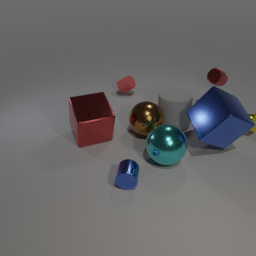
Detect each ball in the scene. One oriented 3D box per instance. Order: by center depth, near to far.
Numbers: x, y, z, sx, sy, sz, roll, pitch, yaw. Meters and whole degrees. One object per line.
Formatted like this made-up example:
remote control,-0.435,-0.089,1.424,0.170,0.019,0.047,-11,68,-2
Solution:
ball,1.307,0.563,9.550,1.400,1.400,1.400,0,31,0
ball,0.729,-0.369,11.158,1.400,1.400,1.400,0,31,0

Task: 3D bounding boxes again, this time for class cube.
cube,3.165,-0.337,9.717,1.400,1.400,1.400,16,42,-34
cube,-1.412,-0.332,10.738,1.400,1.400,1.400,-12,52,-19

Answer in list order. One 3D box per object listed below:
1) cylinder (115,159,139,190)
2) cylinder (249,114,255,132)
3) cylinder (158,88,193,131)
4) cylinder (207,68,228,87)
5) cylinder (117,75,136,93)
cylinder,-0.012,1.457,8.803,0.700,0.700,0.700,3,32,5
cylinder,4.805,-0.238,11.347,0.700,0.700,0.700,-27,25,-37
cylinder,1.968,-0.787,11.795,1.400,1.400,1.400,-1,30,1
cylinder,4.011,-2.267,12.565,0.700,0.700,0.700,29,14,39
cylinder,-0.090,-2.248,14.430,0.700,0.700,0.700,-24,17,34
